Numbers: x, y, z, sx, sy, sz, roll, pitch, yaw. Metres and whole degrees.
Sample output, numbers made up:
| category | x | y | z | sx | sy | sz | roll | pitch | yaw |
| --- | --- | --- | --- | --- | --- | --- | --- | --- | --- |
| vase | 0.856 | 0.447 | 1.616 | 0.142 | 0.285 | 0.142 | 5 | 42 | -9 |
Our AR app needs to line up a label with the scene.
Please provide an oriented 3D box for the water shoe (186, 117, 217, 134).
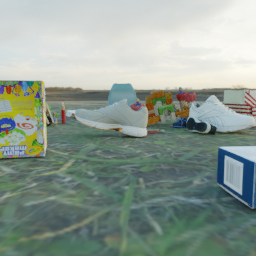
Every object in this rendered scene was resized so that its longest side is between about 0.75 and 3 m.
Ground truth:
| category | x | y | z | sx | sy | sz | roll | pitch | yaw |
| --- | --- | --- | --- | --- | --- | --- | --- | --- | --- |
| water shoe | 2.633 | -0.013 | 10.161 | 0.579 | 0.525 | 1.468 | 18 | 7 | -19 |

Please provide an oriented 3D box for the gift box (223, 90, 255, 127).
| category | x | y | z | sx | sy | sz | roll | pitch | yaw |
| --- | --- | --- | --- | --- | --- | --- | --- | --- | --- |
| gift box | 5.353 | -1.035 | 12.354 | 1.788 | 1.938 | 1.809 | -8 | 11 | -21 |

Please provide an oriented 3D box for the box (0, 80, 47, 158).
| category | x | y | z | sx | sy | sz | roll | pitch | yaw |
| --- | --- | --- | --- | --- | --- | --- | --- | --- | --- |
| box | -2.827 | -0.229 | 6.435 | 1.774 | 1.709 | 1.082 | -1 | 7 | -14 |

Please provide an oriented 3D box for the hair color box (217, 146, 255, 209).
| category | x | y | z | sx | sy | sz | roll | pitch | yaw |
| --- | --- | --- | --- | --- | --- | --- | --- | --- | --- |
| hair color box | 2.454 | 0.630 | 3.948 | 2.070 | 0.626 | 1.035 | -1 | 7 | -7 |

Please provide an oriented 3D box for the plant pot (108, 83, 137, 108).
| category | x | y | z | sx | sy | sz | roll | pitch | yaw |
| --- | --- | --- | --- | --- | --- | --- | --- | --- | --- |
| plant pot | -0.379 | -1.825 | 17.710 | 1.902 | 1.937 | 1.897 | -1 | 2 | -3 |

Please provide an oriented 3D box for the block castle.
| category | x | y | z | sx | sy | sz | roll | pitch | yaw |
| --- | --- | --- | --- | --- | --- | --- | --- | --- | --- |
| block castle | 1.530 | -1.016 | 12.504 | 2.732 | 1.282 | 1.825 | -13 | 8 | -2 |

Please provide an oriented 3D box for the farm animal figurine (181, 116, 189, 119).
| category | x | y | z | sx | sy | sz | roll | pitch | yaw |
| --- | --- | --- | --- | --- | --- | --- | --- | --- | --- |
| farm animal figurine | 3.143 | -0.489 | 12.742 | 1.312 | 0.660 | 1.059 | -1 | 7 | -7 |

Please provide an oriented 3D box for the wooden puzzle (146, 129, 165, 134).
| category | x | y | z | sx | sy | sz | roll | pitch | yaw |
| --- | --- | --- | --- | --- | --- | --- | --- | --- | --- |
| wooden puzzle | 0.746 | 0.121 | 10.231 | 1.197 | 0.084 | 0.710 | 1 | 7 | 8 |

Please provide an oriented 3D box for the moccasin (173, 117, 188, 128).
| category | x | y | z | sx | sy | sz | roll | pitch | yaw |
| --- | --- | --- | --- | --- | --- | --- | --- | --- | --- |
| moccasin | 2.288 | -0.254 | 11.827 | 0.502 | 0.425 | 1.247 | 6 | 9 | 41 |

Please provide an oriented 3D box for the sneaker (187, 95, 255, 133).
| category | x | y | z | sx | sy | sz | roll | pitch | yaw |
| --- | --- | --- | --- | --- | --- | --- | --- | --- | --- |
| sneaker | 3.356 | -0.546 | 10.488 | 2.683 | 1.333 | 1.045 | 7 | 10 | 43 |

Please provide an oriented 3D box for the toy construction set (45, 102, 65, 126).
| category | x | y | z | sx | sy | sz | roll | pitch | yaw |
| --- | --- | --- | --- | --- | --- | --- | --- | --- | --- |
| toy construction set | -3.914 | -0.983 | 12.585 | 2.204 | 1.693 | 1.838 | -5 | 9 | -39 |

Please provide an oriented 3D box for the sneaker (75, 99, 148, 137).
| category | x | y | z | sx | sy | sz | roll | pitch | yaw |
| --- | --- | --- | --- | --- | --- | --- | --- | --- | --- |
| sneaker | -0.504 | -0.474 | 9.288 | 2.472 | 1.137 | 0.936 | 11 | 6 | 0 |

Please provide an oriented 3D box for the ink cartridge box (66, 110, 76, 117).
| category | x | y | z | sx | sy | sz | roll | pitch | yaw |
| --- | --- | --- | --- | --- | --- | --- | --- | --- | --- |
| ink cartridge box | -2.839 | -0.795 | 16.759 | 1.250 | 0.369 | 1.561 | -4 | 14 | -32 |
